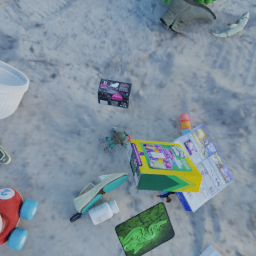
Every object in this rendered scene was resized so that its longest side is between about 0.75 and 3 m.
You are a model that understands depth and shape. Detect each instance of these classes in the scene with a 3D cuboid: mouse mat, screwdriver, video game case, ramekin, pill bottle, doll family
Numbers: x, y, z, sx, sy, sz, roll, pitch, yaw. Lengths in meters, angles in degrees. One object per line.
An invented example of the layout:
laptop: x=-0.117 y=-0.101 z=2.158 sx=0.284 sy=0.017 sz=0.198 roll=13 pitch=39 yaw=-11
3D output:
mouse mat: x=0.455 y=2.599 z=7.014 sx=1.390 sy=0.052 sz=1.119 roll=-24 pitch=106 yaw=-12
screwdriver: x=-1.504 y=2.976 z=10.298 sx=1.462 sy=0.204 sz=0.213 roll=-35 pitch=48 yaw=-15
video game case: x=2.370 y=1.385 z=9.982 sx=2.140 sy=0.537 sz=2.361 roll=-28 pitch=88 yaw=-24
ramekin: x=-5.207 y=-1.498 z=10.130 sx=2.843 sy=2.843 sz=1.492 roll=30 pitch=109 yaw=7
pill bottle: x=-0.849 y=2.999 z=10.056 sx=0.992 sy=0.567 sz=0.567 roll=-24 pitch=77 yaw=-6
doll family: x=1.702 y=2.127 z=10.311 sx=1.536 sy=0.603 sz=0.888 roll=-26 pitch=81 yaw=-1

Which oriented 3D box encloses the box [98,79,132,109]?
box: x=-0.355 y=-0.931 z=7.594 sx=0.853 sy=0.563 sz=0.489 roll=11 pitch=60 yaw=2

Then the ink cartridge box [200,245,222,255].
ink cartridge box: x=2.792 y=5.787 z=9.311 sx=2.708 sy=0.605 sz=2.385 roll=-42 pitch=53 yaw=-10

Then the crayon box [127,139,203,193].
crayon box: x=0.830 y=0.900 z=6.946 sx=1.466 sy=1.699 sz=0.495 roll=7 pitch=112 yaw=-11

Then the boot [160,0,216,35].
boot: x=2.519 y=-4.665 z=11.956 sx=2.295 sy=0.777 sz=1.499 roll=20 pitch=108 yaw=-23

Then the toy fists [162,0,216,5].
toy fists: x=2.786 y=-6.107 z=12.246 sx=2.786 sy=0.958 sz=1.420 roll=-7 pitch=76 yaw=-3

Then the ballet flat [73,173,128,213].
ballet flat: x=-1.040 y=2.170 z=10.218 sx=2.218 sy=0.770 sz=0.770 roll=-36 pitch=78 yaw=-11

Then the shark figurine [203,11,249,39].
shark figurine: x=4.229 y=-4.285 z=12.037 sx=1.825 sy=1.090 sz=0.762 roll=-18 pitch=50 yaw=13

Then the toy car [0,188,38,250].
toy car: x=-4.500 y=2.949 z=9.171 sx=2.122 sy=2.303 sz=2.037 roll=17 pitch=76 yaw=4

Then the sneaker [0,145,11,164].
sneaker: x=-5.042 y=0.832 z=10.602 sx=1.338 sy=0.600 sz=0.448 roll=38 pitch=79 yaw=9

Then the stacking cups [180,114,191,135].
stacking cups: x=2.241 y=0.216 z=10.875 sx=0.468 sy=0.468 sz=1.546 roll=-7 pitch=72 yaw=-2

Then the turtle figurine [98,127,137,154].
turtle figurine: x=-0.397 y=0.390 z=10.722 sx=1.348 sy=0.679 sz=1.009 roll=-27 pitch=77 yaw=-1
